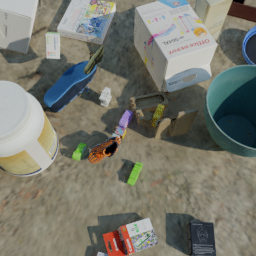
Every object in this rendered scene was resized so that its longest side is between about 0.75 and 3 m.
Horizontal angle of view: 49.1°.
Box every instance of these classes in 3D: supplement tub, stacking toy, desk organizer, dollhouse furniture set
[{"bbox_3d":[-3.216,0.112,7.987,1.968,2.725,1.968,0,64,0],"label":"supplement tub"},{"bbox_3d":[-0.273,0.145,9.136,2.169,0.676,2.877,20,66,10],"label":"stacking toy"},{"bbox_3d":[5.010,-4.973,11.680,1.667,0.642,0.598,20,65,10],"label":"desk organizer"},{"bbox_3d":[1.064,-0.708,9.086,1.594,1.366,1.676,-12,62,-11],"label":"dollhouse furniture set"}]

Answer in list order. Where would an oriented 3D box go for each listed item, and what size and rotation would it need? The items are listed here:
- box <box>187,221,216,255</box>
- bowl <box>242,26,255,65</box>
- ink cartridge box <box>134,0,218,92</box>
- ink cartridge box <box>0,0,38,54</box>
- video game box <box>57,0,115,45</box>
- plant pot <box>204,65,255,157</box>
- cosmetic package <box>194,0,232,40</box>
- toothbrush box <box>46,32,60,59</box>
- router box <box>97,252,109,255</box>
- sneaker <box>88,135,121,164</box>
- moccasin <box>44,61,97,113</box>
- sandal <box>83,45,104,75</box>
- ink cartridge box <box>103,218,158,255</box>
[{"bbox_3d":[2.029,3.089,7.774,0.657,0.474,0.885,3,64,1],"label":"box"},{"bbox_3d":[5.344,-3.015,10.651,1.993,0.391,1.993,-1,76,4],"label":"bowl"},{"bbox_3d":[1.635,-2.844,9.945,1.888,1.839,2.937,-21,65,-10],"label":"ink cartridge box"},{"bbox_3d":[-4.103,-4.574,10.607,1.188,2.028,2.807,12,62,-19],"label":"ink cartridge box"},{"bbox_3d":[-1.663,-4.478,11.534,1.857,0.477,2.038,13,64,9],"label":"video game box"},{"bbox_3d":[3.595,-0.246,8.639,2.797,1.883,2.797,0,64,0],"label":"plant pot"},{"bbox_3d":[2.997,-4.097,10.455,1.072,2.071,0.757,-26,66,-12],"label":"cosmetic package"},{"bbox_3d":[-2.502,-2.775,9.374,0.449,0.760,1.044,-1,23,-14],"label":"toothbrush box"},{"bbox_3d":[-0.393,3.947,7.463,1.093,0.267,0.981,12,64,6],"label":"router box"},{"bbox_3d":[-0.757,0.712,8.305,1.230,0.689,0.477,-41,100,15],"label":"sneaker"},{"bbox_3d":[-2.018,-1.485,9.899,0.936,0.793,2.326,37,68,25],"label":"moccasin"},{"bbox_3d":[-1.137,-2.269,9.066,0.372,0.518,1.304,25,56,9],"label":"sandal"},{"bbox_3d":[0.069,3.042,7.692,1.361,0.343,0.742,-10,62,-23],"label":"ink cartridge box"}]
